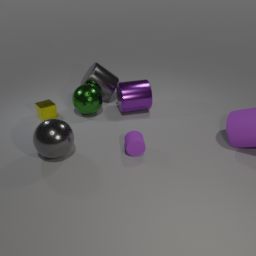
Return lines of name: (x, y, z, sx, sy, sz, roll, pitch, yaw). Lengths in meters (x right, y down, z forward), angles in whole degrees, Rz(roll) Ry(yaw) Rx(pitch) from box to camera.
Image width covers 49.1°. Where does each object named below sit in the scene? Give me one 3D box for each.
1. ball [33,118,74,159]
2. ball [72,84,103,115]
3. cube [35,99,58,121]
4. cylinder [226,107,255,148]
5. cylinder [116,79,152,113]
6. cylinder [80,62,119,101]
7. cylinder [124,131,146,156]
ball: (-2.593, 0.364, 9.795, 1.400, 1.400, 1.400, 0, 30, 0)
ball: (-1.821, -1.298, 12.682, 1.400, 1.400, 1.400, 0, 30, 0)
cube: (-3.637, -0.778, 12.491, 0.700, 0.700, 0.700, -22, 37, -32)
cylinder: (4.505, -0.023, 10.050, 1.400, 1.400, 1.400, -9, 17, 46)
cylinder: (0.272, -1.474, 12.942, 1.400, 1.400, 1.400, -8, 31, -10)
cylinder: (-1.394, -2.281, 13.847, 1.400, 1.400, 1.400, 32, 21, -23)
cylinder: (0.248, 0.558, 10.191, 0.700, 0.700, 0.700, -3, 31, -5)
